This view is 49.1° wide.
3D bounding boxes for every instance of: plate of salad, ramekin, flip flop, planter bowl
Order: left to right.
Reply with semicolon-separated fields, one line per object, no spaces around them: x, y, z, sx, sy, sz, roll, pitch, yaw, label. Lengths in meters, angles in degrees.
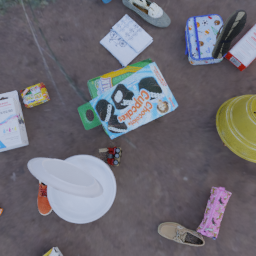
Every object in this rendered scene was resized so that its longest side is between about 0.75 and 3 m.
-1.583;1.306;7.099;2.008;2.008;0.482;25;97;3;plate of salad
-1.567;2.083;9.857;2.308;1.075;2.308;0;84;-3;ramekin
2.669;-2.559;7.639;0.596;1.469;0.423;-5;54;-17;flip flop
4.623;-0.293;9.687;2.817;1.173;2.817;2;60;-4;planter bowl

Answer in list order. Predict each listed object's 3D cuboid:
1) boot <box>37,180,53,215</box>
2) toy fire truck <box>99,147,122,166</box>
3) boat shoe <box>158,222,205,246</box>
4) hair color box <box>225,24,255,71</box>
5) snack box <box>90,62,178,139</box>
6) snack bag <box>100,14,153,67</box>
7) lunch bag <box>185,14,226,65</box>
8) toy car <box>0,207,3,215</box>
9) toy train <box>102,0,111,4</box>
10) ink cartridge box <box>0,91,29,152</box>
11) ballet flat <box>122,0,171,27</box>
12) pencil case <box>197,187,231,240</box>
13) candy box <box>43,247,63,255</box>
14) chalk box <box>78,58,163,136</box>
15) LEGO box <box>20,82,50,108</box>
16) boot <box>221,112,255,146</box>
-2.948;2.252;9.970;0.665;0.951;1.774;6;84;-1;boot
-0.673;1.015;10.389;0.781;0.503;0.688;8;83;12;toy fire truck
1.898;3.781;9.964;1.658;0.535;0.591;13;83;2;boat shoe
4.752;-3.188;10.853;0.924;0.557;1.820;45;86;6;hair color box
0.097;-0.649;7.417;2.171;0.403;1.261;-26;96;35;snack box
-0.098;-3.462;11.084;1.634;0.175;1.541;-44;85;-5;snack bag
2.943;-3.367;10.816;1.515;0.714;1.891;-5;82;1;lunch bag
-5.117;3.225;10.125;0.542;0.368;1.105;45;84;5;toy car
-0.481;-6.049;11.104;2.203;0.933;1.275;-36;95;-4;toy train
-4.621;-0.310;10.388;1.266;0.746;2.200;-14;83;-2;ink cartridge box
0.722;-4.704;10.971;2.182;0.695;0.735;32;79;4;ballet flat
3.062;2.961;9.937;0.740;0.773;1.788;25;81;-12;pencil case
-2.476;5.180;9.549;1.209;0.541;1.773;-38;74;-15;candy box
-0.303;-0.884;9.915;2.952;1.830;1.842;-22;83;-3;chalk box
-3.543;-1.248;10.706;0.911;0.351;0.678;-22;83;-3;LEGO box
4.448;0.372;10.294;1.874;0.892;2.422;-19;76;0;boot
